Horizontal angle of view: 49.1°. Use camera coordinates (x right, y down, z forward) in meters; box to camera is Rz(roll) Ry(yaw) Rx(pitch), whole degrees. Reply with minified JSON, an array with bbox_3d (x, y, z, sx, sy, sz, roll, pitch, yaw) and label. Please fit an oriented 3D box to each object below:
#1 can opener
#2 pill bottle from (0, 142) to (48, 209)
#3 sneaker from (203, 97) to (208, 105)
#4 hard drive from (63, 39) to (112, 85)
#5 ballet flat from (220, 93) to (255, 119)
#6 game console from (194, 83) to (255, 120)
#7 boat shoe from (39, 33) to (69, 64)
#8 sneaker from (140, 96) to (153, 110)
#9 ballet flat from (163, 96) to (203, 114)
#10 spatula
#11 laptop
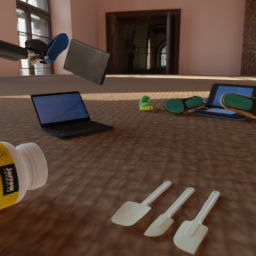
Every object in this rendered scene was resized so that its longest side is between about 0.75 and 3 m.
[{"bbox_3d":[-3.866,-2.722,9.683,0.726,0.916,2.756,-6,4,25],"label":"can opener"},{"bbox_3d":[-2.179,0.765,4.125,1.016,1.016,1.807,13,18,42],"label":"pill bottle"},{"bbox_3d":[4.327,-1.490,14.467,1.499,0.578,0.568,-9,18,-28],"label":"sneaker"},{"bbox_3d":[-1.605,-2.581,10.926,1.795,1.253,0.295,26,18,17],"label":"hard drive"},{"bbox_3d":[4.724,-0.754,10.548,2.474,0.849,0.780,22,-6,16],"label":"ballet flat"},{"bbox_3d":[4.077,-1.153,11.642,2.078,1.229,1.773,12,18,40],"label":"game console"},{"bbox_3d":[-3.155,-3.389,11.721,0.667,0.818,1.944,-5,38,29],"label":"boat shoe"},{"bbox_3d":[0.790,-1.182,13.052,0.561,0.633,1.514,-1,14,-8],"label":"sneaker"},{"bbox_3d":[2.351,-0.966,12.316,2.023,0.739,0.739,-12,17,-21],"label":"ballet flat"},{"bbox_3d":[0.685,1.188,4.267,1.228,0.142,1.766,7,15,29],"label":"spatula"},{"bbox_3d":[-1.863,-0.526,9.300,1.923,1.121,2.170,-12,18,-39],"label":"laptop"}]
